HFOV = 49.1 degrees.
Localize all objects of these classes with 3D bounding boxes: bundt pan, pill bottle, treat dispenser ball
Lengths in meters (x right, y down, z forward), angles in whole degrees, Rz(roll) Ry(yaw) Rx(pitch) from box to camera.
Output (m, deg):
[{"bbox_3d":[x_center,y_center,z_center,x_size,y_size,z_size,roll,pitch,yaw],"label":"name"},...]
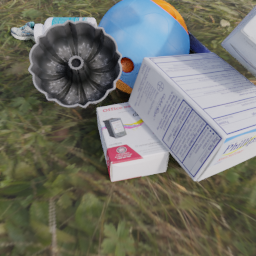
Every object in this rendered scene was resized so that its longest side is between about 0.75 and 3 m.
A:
[{"bbox_3d":[-1.199,-1.418,6.714,2.130,0.800,2.130,1,80,-4],"label":"bundt pan"},{"bbox_3d":[-2.464,-3.746,11.265,2.385,1.321,1.321,1,45,0],"label":"pill bottle"},{"bbox_3d":[0.437,-2.564,8.942,3.003,3.003,3.003,0,45,0],"label":"treat dispenser ball"}]

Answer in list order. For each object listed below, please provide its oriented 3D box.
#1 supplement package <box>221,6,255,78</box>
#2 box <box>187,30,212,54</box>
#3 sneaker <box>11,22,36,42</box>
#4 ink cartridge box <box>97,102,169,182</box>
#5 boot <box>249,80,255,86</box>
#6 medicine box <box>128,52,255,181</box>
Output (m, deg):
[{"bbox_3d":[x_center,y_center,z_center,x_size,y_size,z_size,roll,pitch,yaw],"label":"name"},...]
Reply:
[{"bbox_3d":[3.553,-2.182,6.577,1.690,1.696,2.891,43,16,1],"label":"supplement package"},{"bbox_3d":[2.129,-3.359,10.454,2.595,0.420,1.572,19,26,-47],"label":"box"},{"bbox_3d":[-4.293,-4.275,12.179,1.804,0.779,0.700,12,46,12],"label":"sneaker"},{"bbox_3d":[0.053,0.278,7.598,1.527,0.886,2.069,-11,48,-10],"label":"ink cartridge box"},{"bbox_3d":[4.203,-0.961,8.975,2.165,0.797,0.817,10,57,7],"label":"boot"},{"bbox_3d":[1.963,-0.505,7.165,2.660,1.503,2.921,-13,52,-34],"label":"medicine box"}]
